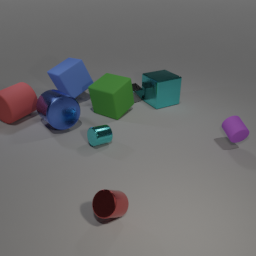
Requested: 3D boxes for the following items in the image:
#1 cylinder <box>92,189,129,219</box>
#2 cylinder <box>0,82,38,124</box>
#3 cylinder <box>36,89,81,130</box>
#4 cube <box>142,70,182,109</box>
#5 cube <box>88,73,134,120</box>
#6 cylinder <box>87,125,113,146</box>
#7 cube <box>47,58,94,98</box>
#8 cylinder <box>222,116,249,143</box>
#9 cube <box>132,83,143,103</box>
[{"bbox_3d":[-0.442,1.943,7.175,0.700,0.700,0.700,19,-4,31],"label":"cylinder"},{"bbox_3d":[-4.892,-1.102,12.136,1.400,1.400,1.400,18,37,29],"label":"cylinder"},{"bbox_3d":[-2.863,-0.778,11.475,1.400,1.400,1.400,-18,26,-29],"label":"cylinder"},{"bbox_3d":[1.613,-1.930,13.754,1.400,1.400,1.400,-15,32,-25],"label":"cube"},{"bbox_3d":[-0.721,-1.450,12.613,1.400,1.400,1.400,18,46,30],"label":"cube"},{"bbox_3d":[-1.044,0.267,10.388,0.700,0.700,0.700,-12,30,-38],"label":"cylinder"},{"bbox_3d":[-2.800,-2.445,13.692,1.400,1.400,1.400,-40,35,-20],"label":"cube"},{"bbox_3d":[3.775,0.041,9.864,0.700,0.700,0.700,-7,48,-12],"label":"cylinder"},{"bbox_3d":[0.246,-1.734,13.978,0.700,0.700,0.700,-17,45,-31],"label":"cube"}]
